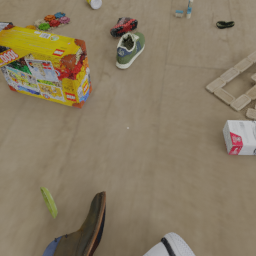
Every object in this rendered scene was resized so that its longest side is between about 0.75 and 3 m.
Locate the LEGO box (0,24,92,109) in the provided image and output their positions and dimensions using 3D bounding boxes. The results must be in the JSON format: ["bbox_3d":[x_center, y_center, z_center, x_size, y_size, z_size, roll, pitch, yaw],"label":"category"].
[{"bbox_3d":[-2.500,-1.819,8.445,2.549,1.898,0.983,15,54,12],"label":"LEGO box"}]

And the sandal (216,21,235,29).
[{"bbox_3d":[3.936,-4.208,11.374,0.781,0.310,0.223,-4,34,-11],"label":"sandal"}]

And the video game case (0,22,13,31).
[{"bbox_3d":[-5.681,-3.429,10.746,1.902,0.268,2.105,5,53,4],"label":"video game case"}]

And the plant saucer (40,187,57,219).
[{"bbox_3d":[-1.788,1.677,6.385,0.122,0.786,0.786,-24,55,-27],"label":"plant saucer"}]

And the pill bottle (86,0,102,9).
[{"bbox_3d":[-1.563,-5.691,12.356,0.513,0.513,0.912,-22,55,-16],"label":"pill bottle"}]

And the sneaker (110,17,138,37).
[{"bbox_3d":[-0.262,-4.017,11.073,1.343,0.475,0.656,-36,61,-27],"label":"sneaker"}]

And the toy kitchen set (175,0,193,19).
[{"bbox_3d":[2.389,-5.097,11.915,0.646,0.475,0.807,10,52,8],"label":"toy kitchen set"}]

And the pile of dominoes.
[{"bbox_3d":[4.334,-1.321,9.175,2.857,0.455,2.227,-35,60,-15],"label":"pile of dominoes"}]

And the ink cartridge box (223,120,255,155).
[{"bbox_3d":[3.338,0.270,7.698,1.204,0.502,0.875,2,52,1],"label":"ink cartridge box"}]

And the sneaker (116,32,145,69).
[{"bbox_3d":[0.139,-3.048,10.035,0.677,0.907,2.021,18,54,14],"label":"sneaker"}]

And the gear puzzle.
[{"bbox_3d":[-3.367,-4.352,11.473,1.906,0.250,0.987,-27,57,-19],"label":"gear puzzle"}]

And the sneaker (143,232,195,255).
[{"bbox_3d":[0.917,3.384,4.980,1.560,1.020,2.714,-22,50,-16],"label":"sneaker"}]

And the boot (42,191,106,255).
[{"bbox_3d":[-1.144,2.321,5.885,1.111,0.856,2.292,10,55,5],"label":"boot"}]
